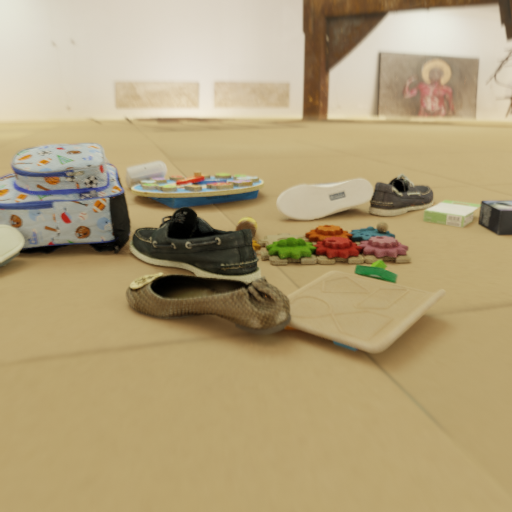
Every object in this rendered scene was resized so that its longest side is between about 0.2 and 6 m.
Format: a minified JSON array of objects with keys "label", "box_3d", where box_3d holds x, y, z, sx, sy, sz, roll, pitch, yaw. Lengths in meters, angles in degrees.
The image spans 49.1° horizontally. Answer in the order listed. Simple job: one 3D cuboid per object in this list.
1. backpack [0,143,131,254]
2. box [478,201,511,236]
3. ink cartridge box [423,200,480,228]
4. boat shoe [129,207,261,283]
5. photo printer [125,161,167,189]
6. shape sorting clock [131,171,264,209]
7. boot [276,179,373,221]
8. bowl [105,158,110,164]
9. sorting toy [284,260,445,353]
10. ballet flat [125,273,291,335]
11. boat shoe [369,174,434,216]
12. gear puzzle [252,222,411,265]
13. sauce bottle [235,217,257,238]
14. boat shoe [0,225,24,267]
[{"label":"backpack","box_3d":[-3.515,-0.993,9.980,2.282,1.846,2.396,-15,23,-12]},{"label":"box","box_3d":[5.045,-0.767,11.114,0.882,0.544,0.875,-1,19,-4]},{"label":"ink cartridge box","box_3d":[4.220,-0.913,11.991,0.861,0.284,1.184,13,22,37]},{"label":"boat shoe","box_3d":[-1.061,-0.290,8.889,1.060,0.941,2.837,-15,22,-38]},{"label":"photo printer","box_3d":[-2.982,-2.215,15.252,1.097,0.381,0.913,-16,-8,-20]},{"label":"shape sorting clock","box_3d":[-1.477,-1.822,14.272,3.360,0.659,3.360,0,17,0]},{"label":"boot","box_3d":[1.424,-1.177,12.397,2.182,0.794,0.986,-9,-4,-13]},{"label":"bowl","box_3d":[-4.783,-2.407,15.934,1.231,0.459,1.229,-2,-12,-7]},{"label":"sorting toy","box_3d":[1.402,0.565,7.145,1.800,0.358,2.435,8,22,39]},{"label":"ballet flat","box_3d":[-0.677,0.443,6.852,2.475,0.574,0.834,7,33,36]},{"label":"boat shoe","box_3d":[3.462,-1.490,13.008,0.897,0.775,2.470,15,23,40]},{"label":"gear puzzle","box_3d":[0.872,-0.292,9.746,3.315,0.434,1.717,-1,17,-3]},{"label":"sauce bottle","box_3d":[-0.167,-0.532,10.594,0.400,0.400,1.210,1,7,2]},{"label":"boat shoe","box_3d":[-4.369,0.173,8.324,0.632,0.745,2.045,-41,3,33]}]
